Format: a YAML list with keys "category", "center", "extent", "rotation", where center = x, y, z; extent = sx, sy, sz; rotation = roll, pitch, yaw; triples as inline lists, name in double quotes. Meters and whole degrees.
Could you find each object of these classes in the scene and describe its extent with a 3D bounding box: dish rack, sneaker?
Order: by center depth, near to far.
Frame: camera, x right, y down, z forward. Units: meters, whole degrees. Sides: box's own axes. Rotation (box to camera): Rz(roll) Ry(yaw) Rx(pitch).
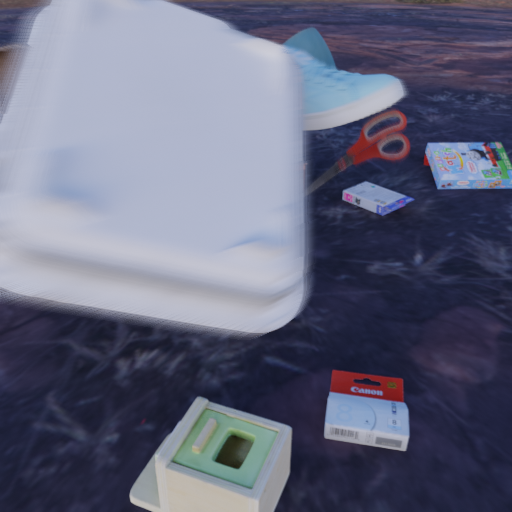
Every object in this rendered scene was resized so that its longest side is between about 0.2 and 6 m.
- category: "dish rack"
  center: [-0.994, -1.449, 6.603]
  extent: [3.720, 0.944, 4.335]
  rotation: [12, 59, -18]
- category: "sneaker"
  center: [0.799, -2.783, 9.120]
  extent: [3.045, 1.248, 1.126]
  rotation: [-1, 33, 28]

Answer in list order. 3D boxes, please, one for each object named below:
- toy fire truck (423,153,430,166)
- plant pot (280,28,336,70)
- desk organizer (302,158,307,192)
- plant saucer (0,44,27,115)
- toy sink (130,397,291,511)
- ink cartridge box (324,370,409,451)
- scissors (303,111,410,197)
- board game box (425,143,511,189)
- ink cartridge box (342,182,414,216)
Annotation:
- category: "toy fire truck"
  center: [4.595, -2.417, 13.845]
  extent: [0.826, 0.286, 1.172]
  rotation: [13, 36, 23]
- category: "plant pot"
  center: [0.871, -3.220, 10.709]
  extent: [1.197, 1.777, 1.777]
  rotation: [49, 44, 3]
- category: "desk organizer"
  center: [0.567, -2.109, 12.913]
  extent: [0.668, 0.717, 1.862]
  rotation: [-7, 31, -11]
- category: "plant saucer"
  center: [-3.496, -2.709, 8.784]
  extent: [1.564, 1.564, 0.269]
  rotation: [-4, 58, -8]
- category: "toy sink"
  center: [-0.479, 2.093, 5.677]
  extent: [1.458, 0.817, 0.950]
  rotation: [12, 33, 19]
- category: "ink cartridge box"
  center: [1.344, 1.759, 6.784]
  extent: [0.935, 0.276, 1.168]
  rotation: [6, 32, 10]
- category: "scissors"
  center: [1.505, -1.646, 9.236]
  extent: [2.143, 0.784, 0.149]
  rotation: [-22, -9, 24]
- category: "board game box"
  center: [4.931, -2.089, 12.913]
  extent: [1.746, 0.320, 1.321]
  rotation: [-1, 50, 0]
- category: "ink cartridge box"
  center: [2.562, -1.190, 11.809]
  extent: [0.778, 0.274, 1.304]
  rotation: [-24, 35, -35]
